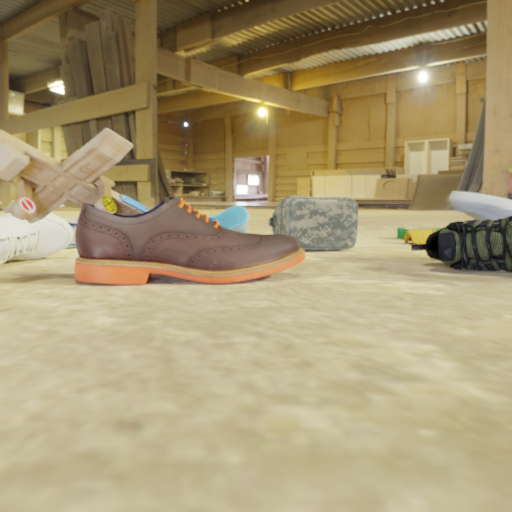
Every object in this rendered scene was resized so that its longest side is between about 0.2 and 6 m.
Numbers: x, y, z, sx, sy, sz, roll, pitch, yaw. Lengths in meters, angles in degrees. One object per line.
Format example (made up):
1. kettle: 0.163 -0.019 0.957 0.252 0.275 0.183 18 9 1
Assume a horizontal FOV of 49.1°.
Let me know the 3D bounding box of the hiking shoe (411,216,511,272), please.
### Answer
1. hiking shoe: 3.429 -0.096 8.317 1.306 0.983 2.595 -11 0 -15

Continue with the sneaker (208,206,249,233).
1. sneaker: -0.953 -0.480 13.045 1.708 0.679 1.115 -20 -19 -7

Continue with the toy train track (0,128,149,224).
1. toy train track: -2.041 -0.537 7.971 2.162 0.613 3.770 -29 -35 26

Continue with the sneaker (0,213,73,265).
1. sneaker: -4.253 -0.165 9.358 2.695 1.009 1.342 -4 28 -46

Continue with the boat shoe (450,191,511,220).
1. boat shoe: 4.463 -0.508 9.853 2.352 0.838 0.821 17 5 -7

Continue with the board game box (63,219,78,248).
1. board game box: -4.056 -0.627 13.958 2.752 0.597 2.739 -4 6 -36

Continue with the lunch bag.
1. lunch bag: 1.242 -0.721 12.134 1.683 1.172 1.411 -1 8 -15

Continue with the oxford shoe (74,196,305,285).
1. oxford shoe: -0.846 -0.240 7.663 3.173 1.151 1.130 -1 6 -14

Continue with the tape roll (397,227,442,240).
1. tape roll: 4.478 -0.605 15.221 1.270 0.305 1.270 0 7 0

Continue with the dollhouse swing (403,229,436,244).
1. dollhouse swing: 3.992 -0.334 13.552 0.668 0.587 0.607 0 -35 1
